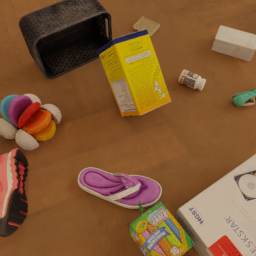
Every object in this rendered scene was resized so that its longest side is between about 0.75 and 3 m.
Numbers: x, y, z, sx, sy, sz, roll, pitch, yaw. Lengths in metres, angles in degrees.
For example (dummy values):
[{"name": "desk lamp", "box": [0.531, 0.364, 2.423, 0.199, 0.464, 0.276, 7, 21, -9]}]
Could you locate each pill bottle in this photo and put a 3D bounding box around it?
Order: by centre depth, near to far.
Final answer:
[{"name": "pill bottle", "box": [2.370, -1.759, 10.347, 0.905, 0.527, 0.527, 27, 63, 15]}]

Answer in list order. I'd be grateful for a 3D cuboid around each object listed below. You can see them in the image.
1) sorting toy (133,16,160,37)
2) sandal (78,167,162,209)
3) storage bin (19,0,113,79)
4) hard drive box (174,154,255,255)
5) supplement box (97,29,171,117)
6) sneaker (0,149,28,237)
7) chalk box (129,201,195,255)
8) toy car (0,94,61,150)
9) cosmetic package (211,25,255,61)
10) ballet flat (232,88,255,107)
[{"name": "sorting toy", "box": [0.696, -4.254, 12.083, 0.931, 0.167, 1.250, 32, 64, 13]}, {"name": "sandal", "box": [-0.277, 1.710, 8.186, 2.535, 0.623, 1.032, 8, 59, 5]}, {"name": "storage bin", "box": [-2.203, -3.426, 10.477, 2.987, 2.020, 1.401, -28, 63, -16]}, {"name": "hard drive box", "box": [3.088, 2.431, 7.461, 2.920, 1.121, 2.276, -30, 63, -17]}, {"name": "supplement box", "box": [0.195, -1.706, 9.067, 1.313, 1.305, 2.398, -25, 101, -25]}, {"name": "sneaker", "box": [-3.581, 1.875, 8.066, 1.125, 0.956, 2.594, -14, 54, 5]}, {"name": "chalk box", "box": [0.708, 2.719, 7.334, 1.058, 1.065, 1.706, -33, 63, -19]}, {"name": "toy car", "box": [-3.258, -0.390, 8.974, 1.937, 1.453, 1.695, 27, 63, 15]}, {"name": "cosmetic package", "box": [4.306, -3.420, 11.280, 1.625, 0.659, 0.917, 21, 61, 14]}, {"name": "ballet flat", "box": [4.489, -1.142, 10.045, 1.612, 0.543, 0.567, -21, 85, -12]}]
